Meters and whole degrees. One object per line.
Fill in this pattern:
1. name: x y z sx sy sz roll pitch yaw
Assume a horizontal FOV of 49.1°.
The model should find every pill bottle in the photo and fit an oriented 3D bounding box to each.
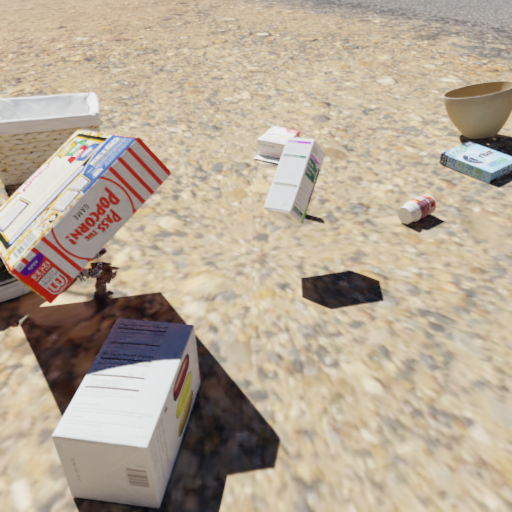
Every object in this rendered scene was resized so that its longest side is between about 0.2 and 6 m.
1. pill bottle: 3.344 -0.968 11.675 0.800 0.438 0.438 -24 41 -31

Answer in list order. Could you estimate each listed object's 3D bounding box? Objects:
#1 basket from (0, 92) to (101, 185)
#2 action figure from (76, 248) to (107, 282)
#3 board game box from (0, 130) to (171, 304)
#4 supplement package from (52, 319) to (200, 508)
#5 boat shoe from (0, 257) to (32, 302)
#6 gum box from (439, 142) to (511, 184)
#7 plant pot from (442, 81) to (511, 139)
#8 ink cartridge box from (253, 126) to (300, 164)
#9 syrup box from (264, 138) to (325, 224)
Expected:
1. basket: -4.980 -2.821 13.403 2.588 1.597 1.754 -8 34 -13
2. action figure: -2.975 -0.076 9.703 0.490 0.918 1.411 -17 13 5
3. board game box: -2.780 -0.789 8.202 2.296 0.702 3.030 -49 33 -11
4. supplement package: -1.461 1.826 6.873 1.081 1.123 1.974 4 34 8
5. boat shoe: -4.639 0.160 9.288 3.219 1.142 1.160 -28 38 -36
6. gum box: 5.491 -2.325 13.804 1.214 0.318 1.429 -24 40 -31
7. plant pot: 6.074 -3.894 15.166 1.852 1.243 1.852 -12 23 5
8. ink cartridge box: 0.528 -2.886 14.522 0.791 0.458 1.358 14 36 20
9. syrup box: 0.690 -1.331 9.861 0.572 0.553 1.404 13 77 31
